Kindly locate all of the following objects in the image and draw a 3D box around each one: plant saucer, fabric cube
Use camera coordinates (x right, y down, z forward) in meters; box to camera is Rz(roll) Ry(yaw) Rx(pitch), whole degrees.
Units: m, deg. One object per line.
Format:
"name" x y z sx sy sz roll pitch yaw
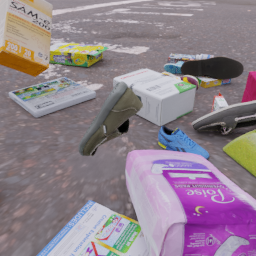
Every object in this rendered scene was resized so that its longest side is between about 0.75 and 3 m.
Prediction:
"plant saucer" 4.256 0.635 6.224 2.964 0.710 2.960 -11 32 -20
"fabric cube" 4.256 -0.904 8.375 1.195 1.218 1.215 2 32 3

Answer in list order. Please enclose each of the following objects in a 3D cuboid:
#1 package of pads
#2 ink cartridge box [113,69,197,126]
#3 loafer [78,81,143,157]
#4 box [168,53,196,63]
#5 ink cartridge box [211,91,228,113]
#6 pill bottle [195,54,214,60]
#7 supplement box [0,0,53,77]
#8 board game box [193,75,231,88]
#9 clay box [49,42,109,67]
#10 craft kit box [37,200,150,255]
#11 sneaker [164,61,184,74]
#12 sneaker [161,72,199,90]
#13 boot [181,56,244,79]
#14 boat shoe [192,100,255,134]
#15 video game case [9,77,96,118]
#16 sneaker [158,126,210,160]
"package of pads" 0.898 1.169 4.436 1.571 0.987 2.607 2 15 -10
"ink cartridge box" 0.788 -1.072 8.926 1.591 0.917 2.181 -23 38 -34
"loafer" -0.243 0.006 3.638 0.463 1.330 0.500 32 43 -7
"box" 2.576 -3.298 13.402 1.218 0.243 0.834 10 32 17
"ink cartridge box" 2.725 -0.622 8.465 0.284 0.614 1.126 1 30 2
"pill bottle" 3.575 -3.214 13.078 0.781 0.438 0.438 14 33 23
"supplement box" -3.080 -2.856 8.263 0.832 2.263 1.426 -17 -22 41
"board game box" 3.255 -1.965 11.108 1.288 0.260 0.985 -14 33 -22
"clay box" -2.464 -3.506 13.327 2.818 0.671 1.619 11 32 18
"craft kit box" -0.325 2.116 3.984 1.964 0.482 1.989 14 33 27
"sneaker" 2.051 -2.646 12.135 1.079 0.429 0.705 8 32 -5
"sneaker" 1.706 -1.562 10.170 1.717 0.644 0.774 18 43 38
"boot" 3.239 -2.378 10.851 2.297 0.845 0.867 5 20 13
"boat shoe" 3.114 -0.238 7.418 2.729 0.778 0.912 -17 -14 6
"video game case" -2.625 -1.149 9.737 2.277 0.250 2.075 -25 38 -34
"sneaker" 1.340 0.364 6.866 1.415 0.555 0.466 25 37 34
